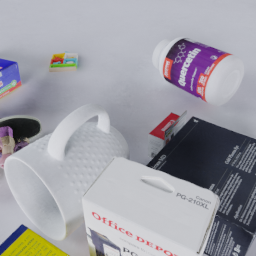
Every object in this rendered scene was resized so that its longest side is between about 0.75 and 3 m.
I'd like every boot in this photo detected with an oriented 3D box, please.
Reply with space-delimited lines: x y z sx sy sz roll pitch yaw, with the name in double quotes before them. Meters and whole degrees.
"boot" -3.340 -0.045 7.341 1.878 0.680 1.355 -9 16 -33

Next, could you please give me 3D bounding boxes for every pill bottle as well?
"pill bottle" 2.099 -1.921 8.940 1.560 1.560 2.774 -27 45 -30

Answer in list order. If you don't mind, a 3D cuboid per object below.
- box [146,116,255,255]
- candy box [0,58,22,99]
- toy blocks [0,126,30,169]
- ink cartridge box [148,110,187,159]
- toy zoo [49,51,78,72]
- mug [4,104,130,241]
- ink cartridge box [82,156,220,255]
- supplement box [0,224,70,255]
"box" 1.621 1.054 5.420 2.040 1.166 2.241 25 44 28
"candy box" -5.105 -1.554 8.968 2.478 0.954 2.095 16 39 21
"toy blocks" -3.046 0.806 5.952 1.555 1.664 1.401 -14 69 1
"ink cartridge box" 0.959 0.123 6.793 0.458 0.959 1.092 23 43 28
"toy zoo" -2.503 -2.638 11.015 1.026 0.160 1.564 -4 38 -4
"mug" -0.918 0.570 5.170 1.691 2.290 2.008 34 44 23
"ink cartridge box" 0.261 1.613 3.950 1.512 2.088 0.881 18 41 22
"supplement box" -0.943 2.471 3.592 2.155 1.180 1.173 21 43 26
